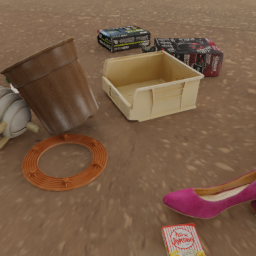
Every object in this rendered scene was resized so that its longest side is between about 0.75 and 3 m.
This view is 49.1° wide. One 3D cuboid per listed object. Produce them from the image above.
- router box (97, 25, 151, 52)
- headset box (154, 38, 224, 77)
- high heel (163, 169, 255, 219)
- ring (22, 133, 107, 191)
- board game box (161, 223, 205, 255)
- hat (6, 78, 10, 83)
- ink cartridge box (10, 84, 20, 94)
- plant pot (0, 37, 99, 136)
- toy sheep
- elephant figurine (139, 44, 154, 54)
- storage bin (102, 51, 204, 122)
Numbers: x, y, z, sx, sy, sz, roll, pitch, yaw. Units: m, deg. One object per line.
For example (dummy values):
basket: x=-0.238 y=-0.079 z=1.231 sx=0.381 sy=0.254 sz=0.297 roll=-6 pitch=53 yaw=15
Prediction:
router box: x=-0.231 y=-4.781 z=14.874 sx=2.363 sy=0.734 sz=1.771 roll=-17 pitch=38 yaw=-24
headset box: x=2.625 y=-3.092 z=12.103 sx=2.849 sy=1.069 sz=2.117 roll=-2 pitch=34 yaw=-3
high heel: x=1.958 y=1.168 z=5.665 sx=2.451 sy=1.176 sz=0.825 roll=3 pitch=16 yaw=4
ring: x=-1.623 y=0.758 z=7.264 sx=2.181 sy=0.209 sz=2.181 roll=0 pitch=34 yaw=0
board game box: x=1.021 y=2.196 z=5.167 sx=0.638 sy=0.195 sz=0.842 roll=-5 pitch=35 yaw=-7
hat: x=-4.333 y=-2.538 z=11.228 sx=1.311 sy=1.154 sz=1.086 roll=-17 pitch=39 yaw=-23
ink cartridge box: x=-3.944 y=-1.589 z=10.511 sx=0.843 sy=0.389 sz=1.547 roll=-12 pitch=41 yaw=-17
plant pot: x=-1.954 y=-1.079 z=7.774 sx=2.142 sy=2.121 sz=2.142 roll=-24 pitch=19 yaw=9
toy sheep: x=-3.579 y=-0.378 z=7.838 sx=2.398 sy=1.653 sz=1.653 roll=27 pitch=38 yaw=1
elephant figurine: x=0.914 y=-3.751 z=13.582 sx=0.801 sy=0.567 sz=0.621 roll=4 pitch=20 yaw=-5
storage bin: x=0.705 y=-1.557 z=9.745 sx=2.589 sy=1.222 sz=2.608 roll=-14 pitch=37 yaw=-20
